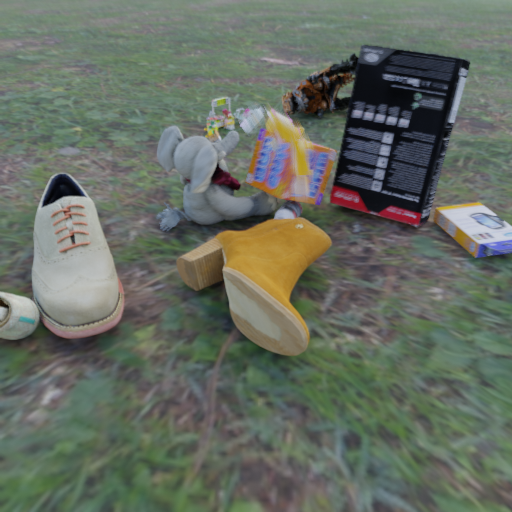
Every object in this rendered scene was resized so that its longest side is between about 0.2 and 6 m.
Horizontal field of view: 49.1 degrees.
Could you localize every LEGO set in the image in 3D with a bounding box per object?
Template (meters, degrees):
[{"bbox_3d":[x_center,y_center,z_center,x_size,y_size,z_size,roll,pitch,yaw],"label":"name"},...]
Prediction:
[{"bbox_3d":[-0.959,-3.687,14.909,0.914,0.739,1.986,15,34,23],"label":"LEGO set"},{"bbox_3d":[0.459,-1.671,8.440,0.700,1.522,0.566,-37,27,13],"label":"LEGO set"}]

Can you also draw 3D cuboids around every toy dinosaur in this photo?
[{"bbox_3d":[2.084,-4.955,16.353,2.315,1.743,3.412,3,49,36],"label":"toy dinosaur"}]

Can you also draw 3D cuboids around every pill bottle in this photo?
[{"bbox_3d":[0.574,-0.743,10.357,0.389,0.389,0.672,12,36,19],"label":"pill bottle"}]

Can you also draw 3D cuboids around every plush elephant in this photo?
[{"bbox_3d":[-0.885,-1.553,10.256,2.222,1.721,1.830,-25,51,-30],"label":"plush elephant"}]

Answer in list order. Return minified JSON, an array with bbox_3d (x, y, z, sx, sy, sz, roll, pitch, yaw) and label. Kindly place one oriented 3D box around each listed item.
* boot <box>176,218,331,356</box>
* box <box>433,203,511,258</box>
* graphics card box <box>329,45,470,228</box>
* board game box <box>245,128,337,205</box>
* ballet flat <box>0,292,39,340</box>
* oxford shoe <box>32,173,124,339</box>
[{"bbox_3d":[0.386,0.184,8.181,2.109,1.037,2.946,-25,33,-29],"label":"boot"},{"bbox_3d":[3.992,-0.439,9.972,0.947,0.330,1.591,-7,34,-12],"label":"box"},{"bbox_3d":[2.568,-2.219,10.324,1.864,2.972,0.756,19,22,28],"label":"graphics card box"},{"bbox_3d":[0.641,-1.652,10.438,1.065,1.064,1.064,3,19,-44],"label":"board game box"},{"bbox_3d":[-4.102,0.623,7.611,2.332,0.787,0.727,6,-12,9],"label":"ballet flat"},{"bbox_3d":[-2.852,-0.119,8.439,1.273,1.328,3.597,-13,34,-21],"label":"oxford shoe"}]
